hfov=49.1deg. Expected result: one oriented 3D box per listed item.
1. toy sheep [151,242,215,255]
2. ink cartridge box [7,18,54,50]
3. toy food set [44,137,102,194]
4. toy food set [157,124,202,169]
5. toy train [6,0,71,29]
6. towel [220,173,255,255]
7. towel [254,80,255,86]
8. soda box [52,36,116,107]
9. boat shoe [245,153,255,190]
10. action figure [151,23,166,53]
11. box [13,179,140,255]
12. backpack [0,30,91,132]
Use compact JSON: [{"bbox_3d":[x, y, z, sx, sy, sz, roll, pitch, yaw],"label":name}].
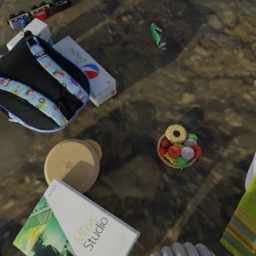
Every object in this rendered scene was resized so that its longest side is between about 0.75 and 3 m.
[{"bbox_3d":[1.312,3.368,6.248,2.353,1.622,1.622,-8,65,-7],"label":"toy sheep"},{"bbox_3d":[-3.219,-2.799,9.393,0.582,0.993,1.356,30,68,13],"label":"ink cartridge box"},{"bbox_3d":[-1.555,1.051,7.730,1.606,0.395,1.623,3,76,10],"label":"toy food set"},{"bbox_3d":[1.493,0.573,8.201,1.239,0.304,1.252,37,70,15],"label":"toy food set"},{"bbox_3d":[-3.278,-4.296,10.438,2.520,0.430,0.577,-29,80,-14],"label":"toy train"},{"bbox_3d":[3.310,2.045,7.140,1.127,0.237,2.620,41,73,-19],"label":"towel"},{"bbox_3d":[5.343,-1.337,9.146,2.020,0.219,1.481,-23,68,-11],"label":"towel"},{"bbox_3d":[-1.457,-1.841,9.071,0.827,0.773,2.429,-39,70,-17],"label":"soda box"},{"bbox_3d":[3.835,1.054,7.827,0.621,0.658,1.833,27,63,10],"label":"boat shoe"},{"bbox_3d":[0.998,-3.149,9.503,0.322,0.694,1.176,-18,62,1],"label":"action figure"},{"bbox_3d":[-1.255,2.646,6.718,2.563,0.466,1.850,27,80,20],"label":"box"},{"bbox_3d":[-2.469,-1.048,8.126,2.671,1.797,2.438,35,71,5],"label":"backpack"}]
